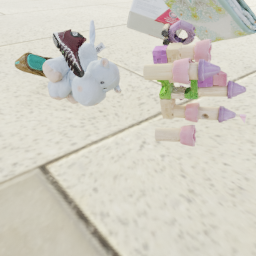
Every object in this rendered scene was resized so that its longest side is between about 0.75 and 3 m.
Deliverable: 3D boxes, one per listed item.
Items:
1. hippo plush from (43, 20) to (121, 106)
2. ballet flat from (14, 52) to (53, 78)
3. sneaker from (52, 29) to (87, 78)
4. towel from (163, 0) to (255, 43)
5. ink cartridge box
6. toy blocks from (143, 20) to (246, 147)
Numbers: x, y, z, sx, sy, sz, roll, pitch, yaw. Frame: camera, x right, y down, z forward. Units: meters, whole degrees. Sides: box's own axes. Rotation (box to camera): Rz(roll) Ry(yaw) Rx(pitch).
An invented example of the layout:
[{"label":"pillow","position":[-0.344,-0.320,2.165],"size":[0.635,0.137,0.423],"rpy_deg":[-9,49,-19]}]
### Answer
[{"label":"hippo plush","position":[-0.792,-1.109,6.399],"size":[1.886,1.502,1.516],"rpy_deg":[-44,55,-13]},{"label":"ballet flat","position":[-2.323,-1.623,7.701],"size":[0.678,0.636,1.876],"rpy_deg":[-3,1,26]},{"label":"sneaker","position":[-0.960,-1.485,5.338],"size":[0.572,0.991,0.375],"rpy_deg":[-32,0,-23]},{"label":"towel","position":[2.132,-3.084,7.360],"size":[0.514,2.134,1.827],"rpy_deg":[-60,30,-7]},{"label":"ink cartridge box","position":[1.230,-4.601,9.849],"size":[1.878,1.079,2.588],"rpy_deg":[18,77,-2]},{"label":"toy blocks","position":[1.561,-0.988,5.944],"size":[1.832,2.034,2.177],"rpy_deg":[2,41,21]}]
